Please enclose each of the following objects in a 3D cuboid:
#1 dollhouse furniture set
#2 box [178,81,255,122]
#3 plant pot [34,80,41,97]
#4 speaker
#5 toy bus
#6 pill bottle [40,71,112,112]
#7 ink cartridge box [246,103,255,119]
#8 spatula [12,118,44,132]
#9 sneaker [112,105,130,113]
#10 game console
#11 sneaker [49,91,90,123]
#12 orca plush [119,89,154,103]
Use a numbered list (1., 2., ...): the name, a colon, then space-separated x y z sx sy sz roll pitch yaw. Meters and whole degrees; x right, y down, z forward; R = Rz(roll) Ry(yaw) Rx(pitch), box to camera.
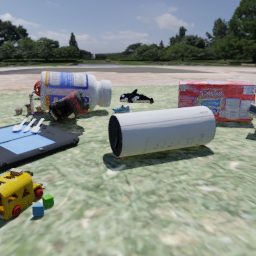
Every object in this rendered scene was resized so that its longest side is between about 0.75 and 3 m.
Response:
1. dollhouse furniture set: -4.226 -1.235 12.508 1.148 1.029 1.449 1 16 4
2. box: 3.487 -1.127 11.358 2.873 1.474 1.360 1 14 9
3. plant pot: -4.767 -2.177 16.032 0.990 0.990 0.901 -13 28 -39
4. speaker: 0.921 0.069 7.684 2.850 1.157 1.157 -7 17 -21
5. toy bus: -2.013 1.069 5.047 1.179 0.646 1.250 -7 18 -24
6. pill bottle: -2.279 -1.564 12.344 2.975 1.667 1.667 1 15 -16
7. ink cartridge box: 4.781 -0.210 9.170 1.575 0.343 1.367 31 5 33
8. spatula: -3.075 -0.118 8.747 0.749 0.086 1.077 1 24 -2
9. sneaker: -0.308 -0.873 12.462 0.798 0.359 0.313 -3 16 -11
10. game console: -3.129 0.380 7.929 2.404 0.422 2.718 11 20 36
11. sneaker: -2.222 -0.705 10.257 1.241 0.898 2.540 -32 12 -22
12. orca plush: 0.459 -1.729 14.914 1.891 0.672 0.995 10 18 31
